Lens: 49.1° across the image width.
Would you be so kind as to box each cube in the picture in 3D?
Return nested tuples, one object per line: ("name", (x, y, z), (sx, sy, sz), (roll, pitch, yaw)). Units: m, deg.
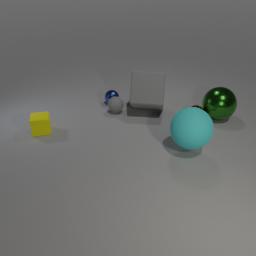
("cube", (0.877, -1.583, 12.210), (1.400, 1.400, 1.400), (4, -5, 7))
("cube", (-3.407, -0.158, 10.935), (0.700, 0.700, 0.700), (-7, 30, -12))

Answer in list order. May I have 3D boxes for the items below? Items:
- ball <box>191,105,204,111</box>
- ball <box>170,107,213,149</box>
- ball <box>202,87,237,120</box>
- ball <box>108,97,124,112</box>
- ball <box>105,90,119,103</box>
("ball", (2.842, -0.613, 11.731), (0.700, 0.700, 0.700), (0, 30, 0))
("ball", (2.104, 0.010, 9.288), (1.400, 1.400, 1.400), (0, 30, 0))
("ball", (3.821, -1.019, 11.721), (1.400, 1.400, 1.400), (0, 30, 0))
("ball", (-0.541, -1.034, 12.338), (0.700, 0.700, 0.700), (0, 30, 0))
("ball", (-0.757, -1.445, 13.221), (0.700, 0.700, 0.700), (0, 30, 0))
